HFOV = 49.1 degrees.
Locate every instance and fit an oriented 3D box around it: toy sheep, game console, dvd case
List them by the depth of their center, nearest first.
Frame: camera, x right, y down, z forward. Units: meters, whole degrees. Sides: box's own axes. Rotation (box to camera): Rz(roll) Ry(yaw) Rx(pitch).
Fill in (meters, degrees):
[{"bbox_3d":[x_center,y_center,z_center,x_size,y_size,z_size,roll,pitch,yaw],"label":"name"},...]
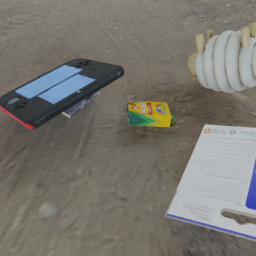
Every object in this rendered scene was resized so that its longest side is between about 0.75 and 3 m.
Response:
[{"bbox_3d":[-1.756,-1.028,7.075,2.718,0.422,2.404,-36,32,-25],"label":"game console"},{"bbox_3d":[2.823,-1.829,7.600,2.641,1.821,1.821,8,40,44],"label":"toy sheep"},{"bbox_3d":[-1.778,-0.988,7.956,1.611,0.129,1.198,28,57,28],"label":"dvd case"}]

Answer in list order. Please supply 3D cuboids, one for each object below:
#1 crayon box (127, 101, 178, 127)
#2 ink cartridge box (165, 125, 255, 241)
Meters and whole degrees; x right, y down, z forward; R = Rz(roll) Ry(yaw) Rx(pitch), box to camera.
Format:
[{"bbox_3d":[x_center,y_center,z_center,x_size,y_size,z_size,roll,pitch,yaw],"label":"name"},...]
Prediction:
[{"bbox_3d":[0.615,-0.366,7.134,1.242,0.315,0.788,3,31,-6],"label":"crayon box"},{"bbox_3d":[2.340,1.006,5.259,2.541,0.604,2.571,6,47,32],"label":"ink cartridge box"}]
